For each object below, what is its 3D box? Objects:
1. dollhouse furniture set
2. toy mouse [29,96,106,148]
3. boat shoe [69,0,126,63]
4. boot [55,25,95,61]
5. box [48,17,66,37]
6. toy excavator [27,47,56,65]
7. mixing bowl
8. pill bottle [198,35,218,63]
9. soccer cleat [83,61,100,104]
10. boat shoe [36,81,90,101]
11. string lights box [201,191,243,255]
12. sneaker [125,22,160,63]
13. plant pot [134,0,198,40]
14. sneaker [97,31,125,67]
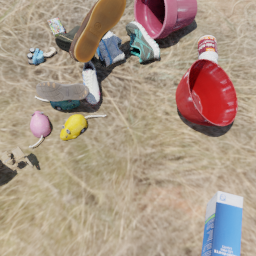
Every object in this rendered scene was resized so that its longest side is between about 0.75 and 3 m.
[{"bbox_3d":[-4.149,1.533,8.832,2.142,1.110,0.948,-36,106,-19],"label":"dollhouse furniture set"},{"bbox_3d":[-2.704,-0.580,10.162,2.864,0.554,2.546,-37,66,-20],"label":"toy mouse"},{"bbox_3d":[-1.193,-3.678,10.075,2.873,1.011,1.010,-53,33,-1],"label":"boat shoe"},{"bbox_3d":[-1.919,-3.731,11.945,2.005,0.777,1.387,32,60,16],"label":"boot"},{"bbox_3d":[-3.245,-4.592,12.740,0.557,0.176,1.012,-22,62,-13],"label":"box"},{"bbox_3d":[-3.603,-3.039,11.718,0.984,0.492,0.957,12,62,-7],"label":"toy excavator"},{"bbox_3d":[2.547,-1.037,9.784,2.380,1.289,2.380,11,68,-29],"label":"mixing bowl"},{"bbox_3d":[3.274,-3.057,11.479,0.782,0.782,1.371,4,59,2],"label":"pill bottle"},{"bbox_3d":[-1.447,-1.746,10.520,0.615,0.760,1.760,-11,65,-3],"label":"soccer cleat"},{"bbox_3d":[-2.243,-1.283,9.781,1.877,0.674,0.711,7,103,4],"label":"boat shoe"},{"bbox_3d":[2.478,3.138,7.558,0.733,1.277,2.486,12,60,7],"label":"string lights box"},{"bbox_3d":[0.388,-3.619,11.822,1.017,0.865,2.229,-30,62,-12],"label":"sneaker"},{"bbox_3d":[1.714,-5.063,11.975,2.062,2.304,2.304,-17,60,-27],"label":"plant pot"},{"bbox_3d":[-0.895,-3.755,11.907,1.148,0.993,2.650,-15,69,-16],"label":"sneaker"}]
